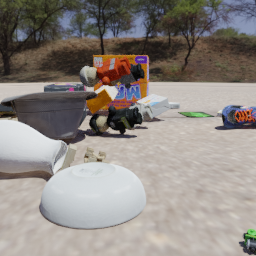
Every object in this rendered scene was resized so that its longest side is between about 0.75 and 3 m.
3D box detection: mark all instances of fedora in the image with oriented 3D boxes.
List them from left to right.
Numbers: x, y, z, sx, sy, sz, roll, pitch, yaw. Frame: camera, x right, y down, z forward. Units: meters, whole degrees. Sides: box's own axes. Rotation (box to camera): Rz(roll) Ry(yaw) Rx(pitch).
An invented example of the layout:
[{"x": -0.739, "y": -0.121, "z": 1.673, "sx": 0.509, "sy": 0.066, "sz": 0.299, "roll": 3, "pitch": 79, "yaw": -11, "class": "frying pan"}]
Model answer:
[{"x": -2.191, "y": -0.307, "z": 7.987, "sx": 2.559, "sy": 1.306, "sz": 2.893, "roll": -8, "pitch": 7, "yaw": -41, "class": "fedora"}]

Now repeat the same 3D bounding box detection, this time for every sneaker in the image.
[{"x": 4.162, "y": -0.469, "z": 9.701, "sx": 2.187, "sy": 0.824, "sz": 0.858, "roll": -7, "pitch": -1, "yaw": -24, "class": "sneaker"}]

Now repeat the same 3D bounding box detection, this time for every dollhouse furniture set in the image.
[{"x": -0.842, "y": 0.717, "z": 5.532, "sx": 0.820, "sy": 0.534, "sz": 0.753, "roll": 19, "pitch": 8, "yaw": -15, "class": "dollhouse furniture set"}]

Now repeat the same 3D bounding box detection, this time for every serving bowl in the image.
[{"x": -0.520, "y": 0.871, "z": 4.249, "sx": 1.588, "sy": 0.522, "sz": 1.588, "roll": -1, "pitch": 11, "yaw": 0, "class": "serving bowl"}]

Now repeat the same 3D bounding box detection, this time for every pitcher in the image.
[{"x": -2.017, "y": 0.420, "z": 5.634, "sx": 1.659, "sy": 1.006, "sz": 1.423, "roll": 12, "pitch": 0, "yaw": 4, "class": "pitcher"}]

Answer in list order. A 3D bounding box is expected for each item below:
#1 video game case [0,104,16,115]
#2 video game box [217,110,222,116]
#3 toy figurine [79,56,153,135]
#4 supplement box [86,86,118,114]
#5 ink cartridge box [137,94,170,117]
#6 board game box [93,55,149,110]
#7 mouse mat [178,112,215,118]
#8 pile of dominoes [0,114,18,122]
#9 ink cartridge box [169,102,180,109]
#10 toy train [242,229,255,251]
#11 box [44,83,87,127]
[{"x": -4.495, "y": -0.686, "z": 10.851, "sx": 2.426, "sy": 0.309, "sz": 2.192, "roll": 0, "pitch": -1, "yaw": -24, "class": "video game case"}, {"x": 4.406, "y": -0.637, "z": 12.395, "sx": 0.757, "sy": 0.195, "sz": 0.831, "roll": 8, "pitch": 14, "yaw": 26, "class": "video game box"}, {"x": -0.344, "y": -1.022, "z": 9.148, "sx": 1.652, "sy": 2.375, "sz": 2.338, "roll": -12, "pitch": 4, "yaw": 20, "class": "toy figurine"}, {"x": -1.194, "y": -1.443, "z": 12.982, "sx": 1.167, "sy": 0.681, "sz": 1.852, "roll": -31, "pitch": 14, "yaw": 15, "class": "supplement box"}, {"x": 0.942, "y": -0.958, "z": 11.449, "sx": 0.855, "sy": 0.504, "sz": 1.485, "roll": -26, "pitch": 23, "yaw": -17, "class": "ink cartridge box"}, {"x": -0.259, "y": -2.494, "z": 15.134, "sx": 2.697, "sy": 2.698, "sz": 2.699, "roll": 1, "pitch": 12, "yaw": 6, "class": "board game box"}, {"x": 3.063, "y": -0.623, "z": 12.701, "sx": 1.239, "sy": 0.058, "sz": 1.540, "roll": -2, "pitch": 13, "yaw": -9, "class": "mouse mat"}, {"x": -4.484, "y": 0.037, "z": 9.299, "sx": 1.854, "sy": 0.379, "sz": 2.378, "roll": 3, "pitch": 20, "yaw": 11, "class": "pile of dominoes"}, {"x": 2.043, "y": -1.197, "z": 15.035, "sx": 1.020, "sy": 0.301, "sz": 1.274, "roll": -5, "pitch": 6, "yaw": -20, "class": "ink cartridge box"}, {"x": 1.732, "y": 1.303, "z": 3.006, "sx": 0.936, "sy": 0.195, "sz": 0.264, "roll": 4, "pitch": 23, "yaw": 21, "class": "toy train"}, {"x": -2.317, "y": -0.963, "z": 10.754, "sx": 1.270, "sy": 1.464, "sz": 2.395, "roll": 1, "pitch": 12, "yaw": -3, "class": "box"}]
